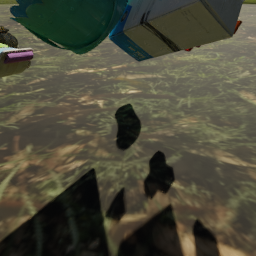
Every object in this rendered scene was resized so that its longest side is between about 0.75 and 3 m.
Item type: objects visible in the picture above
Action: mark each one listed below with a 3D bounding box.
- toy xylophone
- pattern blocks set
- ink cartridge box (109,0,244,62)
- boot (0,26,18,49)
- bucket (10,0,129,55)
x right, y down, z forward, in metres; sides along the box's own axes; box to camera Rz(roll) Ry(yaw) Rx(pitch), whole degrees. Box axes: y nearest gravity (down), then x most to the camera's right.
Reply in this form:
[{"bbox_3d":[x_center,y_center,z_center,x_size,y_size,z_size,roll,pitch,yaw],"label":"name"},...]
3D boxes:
[{"bbox_3d":[-0.963,-0.497,1.744,0.789,0.198,0.578,16,22,2],"label":"toy xylophone"},{"bbox_3d":[2.486,-3.560,7.837,2.602,2.287,0.211,-19,-14,41],"label":"pattern blocks set"},{"bbox_3d":[1.131,-2.988,6.606,1.266,2.160,2.949,32,-17,-35],"label":"ink cartridge box"},{"bbox_3d":[-2.221,-1.283,3.916,1.408,0.659,1.811,-16,-7,-41],"label":"boot"},{"bbox_3d":[-1.458,-3.458,7.233,1.906,2.930,2.930,27,9,-39],"label":"bucket"}]
